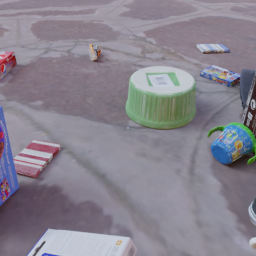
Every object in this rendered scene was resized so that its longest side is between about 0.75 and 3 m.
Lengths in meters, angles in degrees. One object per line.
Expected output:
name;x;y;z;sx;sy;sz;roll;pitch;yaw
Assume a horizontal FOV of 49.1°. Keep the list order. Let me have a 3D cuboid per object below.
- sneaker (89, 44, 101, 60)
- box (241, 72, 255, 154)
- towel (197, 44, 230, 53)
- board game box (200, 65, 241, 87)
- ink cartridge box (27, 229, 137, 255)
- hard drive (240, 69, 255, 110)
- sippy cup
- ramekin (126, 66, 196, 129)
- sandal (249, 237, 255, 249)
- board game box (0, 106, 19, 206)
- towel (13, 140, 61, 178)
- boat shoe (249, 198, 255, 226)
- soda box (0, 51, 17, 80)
sneaker;-1.382;-3.258;11.969;0.497;0.504;1.288;1;36;-13
box;4.322;-0.196;6.297;2.526;2.095;2.074;-5;36;-8
towel;3.857;-3.628;12.758;1.289;0.153;0.947;-2;34;-7
board game box;3.438;-1.946;10.353;0.856;0.218;1.265;-28;44;-33
ink cartridge box;-0.843;2.065;4.359;1.864;0.346;0.883;-7;29;33
hard drive;4.426;-1.125;8.942;1.706;0.535;2.529;10;37;14
sippy cup;2.432;0.418;6.646;0.802;0.860;1.095;-34;16;-23
ramekin;0.994;-1.000;8.324;2.137;1.044;2.137;0;36;0
sandal;2.361;1.745;4.414;0.900;0.366;0.221;3;43;-5
board game box;-2.678;0.635;5.173;0.409;1.825;1.227;2;20;12
towel;-2.253;0.706;6.763;0.853;0.135;1.184;9;35;16
boat shoe;3.526;1.404;5.291;2.454;0.695;0.842;-7;36;-9
soda box;-4.896;-2.355;10.645;0.601;0.545;1.717;3;35;4
